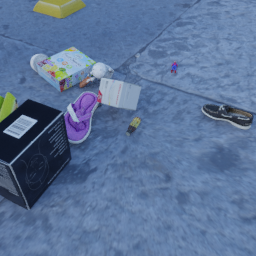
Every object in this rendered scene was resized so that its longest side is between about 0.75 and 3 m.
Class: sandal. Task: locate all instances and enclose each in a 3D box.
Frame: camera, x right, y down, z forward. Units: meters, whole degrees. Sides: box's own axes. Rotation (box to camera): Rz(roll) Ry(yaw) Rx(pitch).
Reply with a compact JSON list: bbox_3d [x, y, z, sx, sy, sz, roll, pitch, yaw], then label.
[{"bbox_3d":[-1.889,-0.622,10.911,1.192,0.720,2.930,13,44,-2],"label":"sandal"}]

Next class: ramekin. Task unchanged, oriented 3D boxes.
[{"bbox_3d":[-4.276,-3.137,13.550,0.433,0.930,0.930,23,47,39],"label":"ramekin"}]

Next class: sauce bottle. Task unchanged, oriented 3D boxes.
[{"bbox_3d":[0.197,-0.058,10.771,0.307,0.307,0.930,17,47,17],"label":"sauce bottle"}]

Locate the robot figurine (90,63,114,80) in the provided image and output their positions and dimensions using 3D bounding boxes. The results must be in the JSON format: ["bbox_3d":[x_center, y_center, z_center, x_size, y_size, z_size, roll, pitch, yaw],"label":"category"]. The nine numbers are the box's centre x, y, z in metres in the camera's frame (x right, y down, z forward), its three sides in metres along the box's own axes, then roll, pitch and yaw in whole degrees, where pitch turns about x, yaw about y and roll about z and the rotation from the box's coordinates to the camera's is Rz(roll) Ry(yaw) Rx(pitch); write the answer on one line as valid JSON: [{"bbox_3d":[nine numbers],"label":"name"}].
[{"bbox_3d":[-1.157,-2.548,12.705,1.066,0.710,1.257,-9,-4,22],"label":"robot figurine"}]

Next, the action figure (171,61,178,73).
[{"bbox_3d":[2.314,-3.062,13.932,0.307,0.243,0.939,6,42,10],"label":"action figure"}]

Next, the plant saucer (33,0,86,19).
[{"bbox_3d":[-4.730,-8.557,19.287,2.683,0.650,2.683,23,49,21],"label":"plant saucer"}]

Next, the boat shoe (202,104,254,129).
[{"bbox_3d":[3.929,-0.604,11.103,2.011,0.607,0.743,27,50,25],"label":"boat shoe"}]

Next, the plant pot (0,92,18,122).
[{"bbox_3d":[-4.764,-0.046,9.579,1.873,2.064,2.054,0,44,-8],"label":"plant pot"}]

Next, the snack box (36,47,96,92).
[{"bbox_3d":[-2.872,-2.828,13.239,1.818,0.730,2.156,37,55,26],"label":"snack box"}]

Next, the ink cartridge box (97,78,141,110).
[{"bbox_3d":[-0.360,-1.329,10.990,0.995,0.999,1.376,6,11,-44],"label":"ink cartridge box"}]

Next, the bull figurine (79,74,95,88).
[{"bbox_3d":[-1.876,-2.158,12.730,0.850,0.277,0.516,-29,34,17],"label":"bull figurine"}]

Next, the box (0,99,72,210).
[{"bbox_3d":[-2.993,0.773,8.479,1.422,2.256,2.295,20,47,18],"label":"box"}]
